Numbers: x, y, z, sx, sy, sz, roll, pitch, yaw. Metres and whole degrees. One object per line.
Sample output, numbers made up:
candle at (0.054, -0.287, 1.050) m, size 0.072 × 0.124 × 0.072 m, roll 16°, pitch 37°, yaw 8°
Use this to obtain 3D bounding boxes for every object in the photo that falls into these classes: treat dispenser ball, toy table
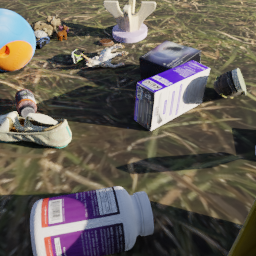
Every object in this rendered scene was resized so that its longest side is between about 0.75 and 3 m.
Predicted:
treat dispenser ball at (-5.016, -3.523, 11.346) m, size 2.420 × 2.420 × 2.420 m, roll 0°, pitch 36°, yaw 0°
toy table at (0.077, -5.962, 15.225) m, size 2.758 × 1.757 × 3.000 m, roll -3°, pitch 37°, yaw -3°

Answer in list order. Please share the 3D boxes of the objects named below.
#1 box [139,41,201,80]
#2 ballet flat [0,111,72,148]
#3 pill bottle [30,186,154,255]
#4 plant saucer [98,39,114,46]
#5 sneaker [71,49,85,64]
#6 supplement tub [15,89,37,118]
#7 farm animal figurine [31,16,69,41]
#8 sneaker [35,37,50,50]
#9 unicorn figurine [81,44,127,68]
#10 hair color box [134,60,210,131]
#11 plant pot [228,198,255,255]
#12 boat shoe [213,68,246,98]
box at (1.608, -2.427, 10.817) m, size 1.693 × 1.052 × 1.707 m, roll 29°, pitch 54°, yaw 35°
ballet flat at (-2.946, -0.084, 7.937) m, size 2.830 × 0.882 × 0.954 m, roll 5°, pitch 37°, yaw 8°
pill bottle at (-0.640, 1.754, 5.177) m, size 2.094 × 1.178 × 1.178 m, roll -7°, pitch 37°, yaw -10°
plant saucer at (-1.148, -4.436, 14.499) m, size 0.823 × 0.142 × 0.823 m, roll -1°, pitch 37°, yaw 1°
sneaker at (-2.230, -3.268, 12.618) m, size 0.549 × 0.475 × 1.325 m, roll 1°, pitch 36°, yaw 1°
supplement tub at (-3.318, -0.766, 9.102) m, size 0.616 × 0.616 × 1.152 m, roll -13°, pitch 39°, yaw -17°
farm animal figurine at (-4.198, -5.509, 15.146) m, size 2.063 × 1.087 × 2.086 m, roll -14°, pitch 38°, yaw -18°
sneaker at (-4.311, -4.159, 13.919) m, size 0.483 × 0.435 × 1.240 m, roll 30°, pitch 51°, yaw 27°
unicorn figurine at (-0.923, -3.064, 12.180) m, size 1.585 × 0.852 × 2.308 m, roll -6°, pitch 21°, yaw 9°
hair color box at (1.399, -1.075, 8.842) m, size 2.534 × 1.385 × 0.821 m, roll -28°, pitch 48°, yaw -33°
plant pot at (3.038, 1.962, 4.294) m, size 1.894 × 2.147 × 2.147 m, roll -13°, pitch 35°, yaw -45°
boat shoe at (3.383, -1.441, 9.225) m, size 0.781 × 0.924 × 2.593 m, roll -18°, pitch -4°, yaw 26°
